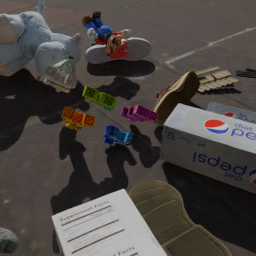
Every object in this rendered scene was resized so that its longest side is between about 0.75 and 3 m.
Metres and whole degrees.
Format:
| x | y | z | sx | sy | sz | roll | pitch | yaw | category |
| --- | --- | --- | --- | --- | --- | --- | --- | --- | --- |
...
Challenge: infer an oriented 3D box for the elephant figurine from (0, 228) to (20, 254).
| x | y | z | sx | sy | sz | roll | pitch | yaw | category |
| --- | --- | --- | --- | --- | --- | --- | --- | --- | --- |
| -2.898 | 1.245 | 4.722 | 2.069 | 1.605 | 1.464 | -1 | -7 | -18 | elephant figurine |

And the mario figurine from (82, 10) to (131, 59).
| x | y | z | sx | sy | sz | roll | pitch | yaw | category |
| --- | --- | --- | --- | --- | --- | --- | --- | --- | --- |
| -0.614 | -3.138 | 9.267 | 1.869 | 1.154 | 0.991 | 47 | 5 | 4 | mario figurine |

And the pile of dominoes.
| x | y | z | sx | sy | sz | roll | pitch | yaw | category |
| --- | --- | --- | --- | --- | --- | --- | --- | --- | --- |
| 2.632 | -1.506 | 9.093 | 1.490 | 0.237 | 1.161 | -17 | 41 | -8 | pile of dominoes |

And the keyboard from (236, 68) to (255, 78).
| x | y | z | sx | sy | sz | roll | pitch | yaw | category |
| --- | --- | --- | --- | --- | --- | --- | --- | --- | --- |
| 4.146 | -1.903 | 9.534 | 0.893 | 0.177 | 0.465 | 10 | 39 | 11 | keyboard |

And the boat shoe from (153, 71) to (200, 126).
| x | y | z | sx | sy | sz | roll | pitch | yaw | category |
| --- | --- | --- | --- | --- | --- | --- | --- | --- | --- |
| 1.199 | -0.796 | 7.756 | 0.781 | 0.783 | 2.170 | -8 | 36 | 50 | boat shoe |

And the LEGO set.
| x | y | z | sx | sy | sz | roll | pitch | yaw | category |
| --- | --- | --- | --- | --- | --- | --- | --- | --- | --- |
| -0.847 | -0.308 | 6.577 | 2.760 | 1.133 | 1.053 | 23 | 75 | -24 | LEGO set |

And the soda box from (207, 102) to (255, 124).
| x | y | z | sx | sy | sz | roll | pitch | yaw | category |
| --- | --- | --- | --- | --- | --- | --- | --- | --- | --- |
| 2.745 | -0.141 | 6.756 | 1.685 | 0.535 | 0.575 | 17 | 0 | 22 | soda box |

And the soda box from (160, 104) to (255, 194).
| x | y | z | sx | sy | sz | roll | pitch | yaw | category |
| --- | --- | --- | --- | --- | --- | --- | --- | --- | --- |
| 2.208 | 0.499 | 5.663 | 2.992 | 1.021 | 0.949 | 18 | 42 | 21 | soda box |

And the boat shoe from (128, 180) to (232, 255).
| x | y | z | sx | sy | sz | roll | pitch | yaw | category |
| --- | --- | --- | --- | --- | --- | --- | --- | --- | --- |
| 0.646 | 1.700 | 4.299 | 0.925 | 0.874 | 2.572 | -19 | 20 | -8 | boat shoe |

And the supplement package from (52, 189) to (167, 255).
| x | y | z | sx | sy | sz | roll | pitch | yaw | category |
| --- | --- | --- | --- | --- | --- | --- | --- | --- | --- |
| -0.097 | 2.026 | 3.584 | 1.128 | 1.171 | 2.060 | -16 | 39 | -22 | supplement package |

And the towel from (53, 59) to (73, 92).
| x | y | z | sx | sy | sz | roll | pitch | yaw | category |
| --- | --- | --- | --- | --- | --- | --- | --- | --- | --- |
| -1.727 | -1.423 | 7.505 | 0.197 | 0.700 | 0.817 | 6 | 29 | 14 | towel |

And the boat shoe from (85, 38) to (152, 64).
| x | y | z | sx | sy | sz | roll | pitch | yaw | category |
| --- | --- | --- | --- | --- | --- | --- | --- | --- | --- |
| -0.377 | -2.932 | 10.349 | 2.458 | 0.844 | 0.696 | -9 | 38 | -8 | boat shoe |

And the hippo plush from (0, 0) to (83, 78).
| x | y | z | sx | sy | sz | roll | pitch | yaw | category |
| --- | --- | --- | --- | --- | --- | --- | --- | --- | --- |
| -2.811 | -2.450 | 9.175 | 2.377 | 2.354 | 2.956 | 31 | 43 | -2 | hippo plush |
